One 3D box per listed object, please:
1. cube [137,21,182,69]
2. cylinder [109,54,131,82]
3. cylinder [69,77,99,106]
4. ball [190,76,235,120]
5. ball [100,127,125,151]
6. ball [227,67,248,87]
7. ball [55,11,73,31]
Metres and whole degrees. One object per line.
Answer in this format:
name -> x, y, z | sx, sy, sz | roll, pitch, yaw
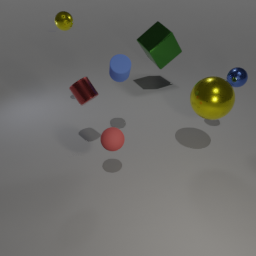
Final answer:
cube -> 1.553, -4.084, 13.879 | 1.400, 1.400, 1.400 | -40, 50, 7
cylinder -> -0.267, -1.983, 9.331 | 0.700, 0.700, 0.700 | 1, -14, -5
cylinder -> -1.423, -1.186, 9.062 | 0.700, 0.700, 0.700 | -33, 6, 4
ball -> 2.709, -0.958, 9.022 | 1.400, 1.400, 1.400 | 0, 31, 0
ball -> -0.448, 0.327, 8.114 | 0.700, 0.700, 0.700 | 0, 31, 0
ball -> 3.837, -1.778, 9.846 | 0.700, 0.700, 0.700 | 0, 31, 0
ball -> -2.427, -4.062, 10.637 | 0.700, 0.700, 0.700 | 0, 31, 0
